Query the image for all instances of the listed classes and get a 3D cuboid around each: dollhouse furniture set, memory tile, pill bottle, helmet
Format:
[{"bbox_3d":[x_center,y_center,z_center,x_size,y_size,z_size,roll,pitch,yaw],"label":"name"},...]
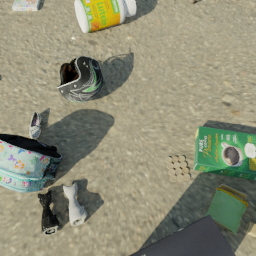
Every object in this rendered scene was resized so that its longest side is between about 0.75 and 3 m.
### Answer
[{"bbox_3d":[3.303,2.348,7.881,1.836,0.921,1.203,25,61,15],"label":"dollhouse furniture set"},{"bbox_3d":[1.604,1.309,9.036,0.670,0.073,0.874,-7,58,-5],"label":"memory tile"},{"bbox_3d":[-0.959,-5.174,12.299,2.480,1.377,1.377,-20,60,-12],"label":"pill bottle"},{"bbox_3d":[-1.690,-1.648,9.995,1.625,1.625,1.550,1,83,1],"label":"helmet"}]

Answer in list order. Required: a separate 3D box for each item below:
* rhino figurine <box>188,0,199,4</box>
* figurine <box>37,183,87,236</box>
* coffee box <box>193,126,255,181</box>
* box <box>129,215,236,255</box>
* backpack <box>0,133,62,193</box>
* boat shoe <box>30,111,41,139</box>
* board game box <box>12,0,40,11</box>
[{"bbox_3d":[3.023,-6.389,13.719,0.411,0.281,0.940,-27,60,-16],"label":"rhino figurine"},{"bbox_3d":[-1.943,2.282,8.172,1.291,0.556,1.259,-15,54,-13],"label":"figurine"},{"bbox_3d":[3.383,0.824,9.062,2.428,0.534,1.493,8,58,4],"label":"coffee box"},{"bbox_3d":[0.969,3.346,6.315,2.311,2.538,1.321,-21,59,-13],"label":"box"},{"bbox_3d":[-3.132,0.958,8.098,1.843,2.077,1.563,20,80,12],"label":"backpack"},{"bbox_3d":[-3.242,-0.102,9.762,0.377,0.328,1.023,0,58,0],"label":"boat shoe"},{"bbox_3d":[-4.891,-5.960,13.489,1.168,0.200,0.785,1,58,0],"label":"board game box"}]
